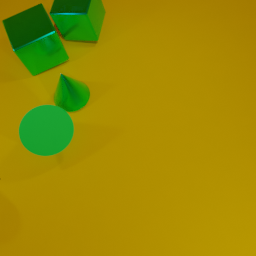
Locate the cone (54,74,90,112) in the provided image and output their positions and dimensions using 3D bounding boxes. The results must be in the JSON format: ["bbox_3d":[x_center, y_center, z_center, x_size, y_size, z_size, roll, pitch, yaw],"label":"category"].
[{"bbox_3d":[-1.802,-1.251,8.254,1.163,1.168,1.163,-2,65,4],"label":"cone"}]

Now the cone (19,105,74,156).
[{"bbox_3d":[-2.355,-0.110,7.835,1.388,1.388,1.393,-30,26,-13],"label":"cone"}]

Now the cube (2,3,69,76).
[{"bbox_3d":[-2.864,-2.751,8.830,1.346,1.346,1.346,-26,67,-4],"label":"cube"}]

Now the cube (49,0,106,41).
[{"bbox_3d":[-1.604,-3.791,9.218,1.271,1.271,1.271,6,70,14],"label":"cube"}]
